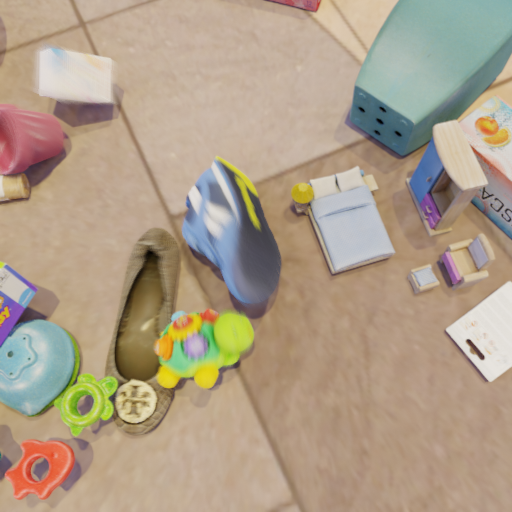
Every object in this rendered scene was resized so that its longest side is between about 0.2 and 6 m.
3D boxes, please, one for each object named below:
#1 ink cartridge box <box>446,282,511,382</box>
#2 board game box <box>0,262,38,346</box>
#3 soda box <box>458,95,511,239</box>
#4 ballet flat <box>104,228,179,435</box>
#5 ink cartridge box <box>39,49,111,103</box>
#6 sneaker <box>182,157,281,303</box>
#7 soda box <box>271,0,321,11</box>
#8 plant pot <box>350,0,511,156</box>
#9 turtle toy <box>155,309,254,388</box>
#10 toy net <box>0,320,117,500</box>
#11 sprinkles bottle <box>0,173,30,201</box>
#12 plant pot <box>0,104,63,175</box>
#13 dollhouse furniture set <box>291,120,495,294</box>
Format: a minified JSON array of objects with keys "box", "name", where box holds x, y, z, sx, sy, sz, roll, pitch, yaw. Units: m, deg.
[{"box":[3.411,1.067,7.846,1.154,0.289,0.936,-38,70,3],"name":"ink cartridge box"},{"box":[-4.879,0.755,7.269,3.363,0.753,2.261,16,66,22],"name":"board game box"},{"box":[4.174,-0.824,8.210,1.007,1.083,3.168,-36,72,-14],"name":"soda box"},{"box":[-1.527,0.927,7.708,0.983,0.676,2.918,5,67,1],"name":"ballet flat"},{"box":[-2.795,-2.822,8.867,1.071,0.670,0.688,-3,103,-34],"name":"ink cartridge box"},{"box":[-0.403,-0.247,7.803,1.048,0.942,2.548,-37,43,21],"name":"sneaker"},{"box":[-0.420,-5.661,10.105,3.616,1.266,1.146,17,69,7],"name":"soda box"},{"box":[2.682,-2.974,8.840,1.750,1.751,2.478,38,81,14],"name":"plant pot"},{"box":[-0.671,1.078,7.104,1.428,0.722,1.040,-6,33,23],"name":"turtle toy"},{"box":[-3.592,2.742,6.898,2.172,0.800,4.141,36,75,17],"name":"toy net"},{"box":[-4.149,-1.018,8.669,1.165,0.398,0.398,-8,68,-4],"name":"sprinkles bottle"},{"box":[-3.555,-1.824,8.615,1.023,1.023,0.916,46,38,17],"name":"plant pot"},{"box":[1.853,-0.500,7.857,2.307,1.505,2.178,-15,68,-5],"name":"dollhouse furniture set"}]
